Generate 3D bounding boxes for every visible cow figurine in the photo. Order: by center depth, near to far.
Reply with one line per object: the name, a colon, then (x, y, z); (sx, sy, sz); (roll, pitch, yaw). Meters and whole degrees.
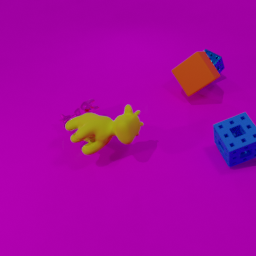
cow figurine: (-0.574, -0.027, 7.209); (1.682, 0.938, 1.709); (-30, 32, -21)
cow figurine: (-1.452, -0.394, 8.236); (1.027, 1.043, 0.573); (-24, 77, -49)

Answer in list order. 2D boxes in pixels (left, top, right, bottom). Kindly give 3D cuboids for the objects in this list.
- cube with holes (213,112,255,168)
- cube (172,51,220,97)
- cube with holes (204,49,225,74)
cube with holes: (2.787, 0.311, 7.153); (0.869, 0.869, 0.869); (-22, 52, 4)
cube: (2.238, -1.784, 9.169); (1.026, 1.026, 1.026); (57, 31, 2)
cube with holes: (2.939, -2.262, 10.183); (0.727, 0.727, 0.727); (-49, 55, 0)
